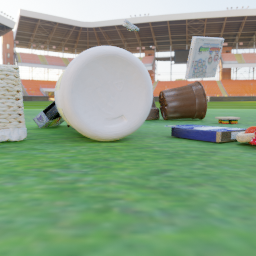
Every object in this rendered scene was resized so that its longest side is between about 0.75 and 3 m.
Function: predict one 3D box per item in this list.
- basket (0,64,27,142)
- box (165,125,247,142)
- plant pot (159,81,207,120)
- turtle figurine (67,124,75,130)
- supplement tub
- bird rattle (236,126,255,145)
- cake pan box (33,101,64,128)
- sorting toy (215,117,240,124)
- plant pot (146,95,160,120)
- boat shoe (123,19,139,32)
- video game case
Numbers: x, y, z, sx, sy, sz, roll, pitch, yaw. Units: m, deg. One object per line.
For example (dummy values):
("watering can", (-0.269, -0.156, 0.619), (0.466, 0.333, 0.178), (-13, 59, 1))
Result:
("basket", (-3.796, -0.573, 6.556), (2.214, 1.780, 2.194), (-2, 4, -40))
("box", (1.895, 0.108, 7.046), (1.089, 0.291, 1.798), (-3, 7, -36))
("plant pot", (2.806, -1.322, 14.847), (2.059, 2.080, 2.080), (-9, 6, -6))
("turtle figurine", (-1.369, -0.516, 9.747), (1.139, 1.583, 1.535), (33, -6, -11))
("supplement tub", (-0.819, -0.869, 7.492), (2.159, 2.159, 2.978), (-2, 6, -18))
("bird rattle", (2.752, 0.189, 5.779), (1.240, 0.699, 1.011), (-21, 6, -40))
("cake pan box", (-2.404, -0.726, 10.386), (1.724, 0.490, 1.872), (-40, -3, 9))
("sorting toy", (4.350, -0.334, 12.256), (0.799, 0.280, 0.804), (-1, 5, -5))
("plant pot", (0.354, -1.755, 15.674), (2.925, 2.551, 2.925), (1, 6, 0))
("boat shoe", (0.087, -4.095, 11.371), (0.887, 0.296, 0.326), (17, 18, -46))
("video game case", (2.614, -2.373, 9.539), (1.503, 1.368, 0.178), (-11, 28, -35))
